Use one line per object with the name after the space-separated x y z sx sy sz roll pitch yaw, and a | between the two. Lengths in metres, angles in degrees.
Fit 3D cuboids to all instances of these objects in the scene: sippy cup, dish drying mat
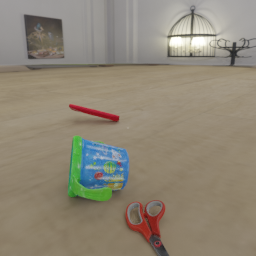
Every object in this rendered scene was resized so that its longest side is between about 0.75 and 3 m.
-0.433 0.581 4.119 0.823 1.123 0.882 6 -29 -12 | sippy cup
-0.973 -0.441 8.207 1.469 0.134 0.564 15 -8 0 | dish drying mat

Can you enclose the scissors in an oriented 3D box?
0.254 1.245 3.070 0.514 0.098 1.405 -11 24 0 | scissors
